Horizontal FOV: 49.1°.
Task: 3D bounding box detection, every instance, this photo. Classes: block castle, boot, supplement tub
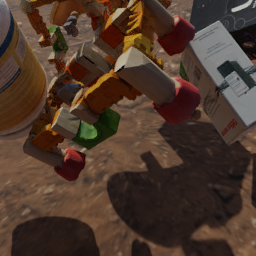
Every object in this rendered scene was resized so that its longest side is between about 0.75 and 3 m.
[{"bbox_3d":[-0.261,-0.475,4.463,1.363,2.905,1.941,32,46,-28],"label":"block castle"},{"bbox_3d":[-0.884,-1.829,5.429,1.472,2.204,1.034,-3,48,17],"label":"block castle"},{"bbox_3d":[-0.435,-3.278,7.668,2.311,1.141,2.977,44,77,-9],"label":"boot"},{"bbox_3d":[-2.694,-1.046,5.236,1.983,2.741,1.983,-2,65,4],"label":"supplement tub"}]

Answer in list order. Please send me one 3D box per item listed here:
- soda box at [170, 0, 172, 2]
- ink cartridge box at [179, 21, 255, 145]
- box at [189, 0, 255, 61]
[{"bbox_3d":[0.288,-4.553,8.653,2.377,0.811,0.754,34,54,10],"label":"soda box"},{"bbox_3d":[1.610,-0.684,4.714,0.705,1.244,1.697,-29,75,-1],"label":"ink cartridge box"},{"bbox_3d":[2.941,-2.671,6.608,2.758,1.463,1.686,-2,73,52],"label":"box"}]
